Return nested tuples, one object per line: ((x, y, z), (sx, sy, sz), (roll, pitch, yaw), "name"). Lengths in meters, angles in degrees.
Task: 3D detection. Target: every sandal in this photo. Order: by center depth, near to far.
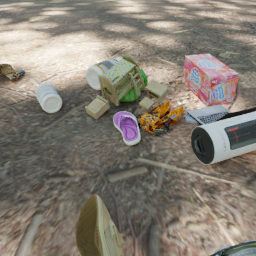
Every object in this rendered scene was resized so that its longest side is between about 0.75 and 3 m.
((-0.027, -0.154, 9.868), (0.802, 0.484, 1.971), (-24, 39, -6), "sandal")

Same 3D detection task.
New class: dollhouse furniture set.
((-0.081, -1.253, 10.389), (2.152, 1.353, 2.433), (32, 65, 25), "dollhouse furniture set")

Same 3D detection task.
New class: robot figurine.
((1.181, -0.392, 10.341), (1.320, 0.530, 1.821), (27, 42, 37), "robot figurine")

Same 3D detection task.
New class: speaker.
((3.512, 0.220, 8.821), (2.988, 1.213, 1.213), (-13, 35, -19), "speaker")

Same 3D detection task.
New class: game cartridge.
((2.477, -0.442, 10.777), (0.528, 0.165, 0.793), (12, 35, 11), "game cartridge")

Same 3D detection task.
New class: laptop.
((3.461, -0.685, 10.184), (1.736, 1.075, 1.854), (-11, 38, -25), "laptop")

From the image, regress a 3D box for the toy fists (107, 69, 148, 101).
((0.085, -1.932, 12.399), (1.284, 0.866, 2.519), (12, 34, 17), "toy fists")

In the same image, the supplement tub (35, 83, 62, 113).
((-3.218, -1.228, 11.335), (0.827, 0.827, 1.254), (-16, 38, -22), "supplement tub")

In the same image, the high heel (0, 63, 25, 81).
((-6.081, -2.746, 13.818), (1.671, 0.597, 1.191), (10, 27, -1), "high heel")

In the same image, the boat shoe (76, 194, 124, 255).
((-0.533, 2.456, 5.898), (0.776, 0.857, 2.404), (30, 23, -29), "boat shoe")

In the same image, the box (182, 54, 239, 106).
((3.523, -2.198, 12.334), (1.260, 1.366, 2.661), (-7, 35, -11), "box")

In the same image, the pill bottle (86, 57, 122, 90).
((-0.908, -2.621, 13.182), (1.156, 1.156, 1.987), (24, 40, 32), "pill bottle")

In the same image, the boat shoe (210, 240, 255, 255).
((1.964, 2.713, 5.536), (2.055, 0.620, 0.777), (-13, 35, -19), "boat shoe")
